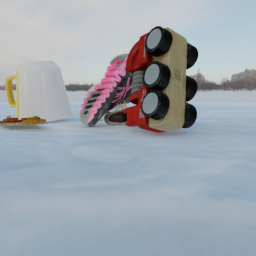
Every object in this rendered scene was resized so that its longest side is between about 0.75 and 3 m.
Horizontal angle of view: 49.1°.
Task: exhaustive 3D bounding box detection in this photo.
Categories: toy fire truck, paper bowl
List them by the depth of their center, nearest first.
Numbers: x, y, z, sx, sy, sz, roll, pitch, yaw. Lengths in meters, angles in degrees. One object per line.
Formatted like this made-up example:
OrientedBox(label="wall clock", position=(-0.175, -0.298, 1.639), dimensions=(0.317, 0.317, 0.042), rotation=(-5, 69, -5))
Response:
OrientedBox(label="toy fire truck", position=(0.528, -1.023, 7.751), dimensions=(1.802, 2.466, 2.802), rotation=(14, -16, -38))
OrientedBox(label="paper bowl", position=(-0.896, -1.096, 11.908), dimensions=(1.705, 1.705, 0.887), rotation=(-3, 48, -26))

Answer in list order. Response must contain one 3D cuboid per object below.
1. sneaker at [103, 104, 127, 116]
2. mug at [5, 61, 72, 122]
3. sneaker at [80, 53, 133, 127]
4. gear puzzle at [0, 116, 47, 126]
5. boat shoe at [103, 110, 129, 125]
OrientedBox(label="sneaker", position=(-0.737, -0.825, 11.121), dimensions=(1.454, 0.555, 0.548), rotation=(-17, 3, -27))
OrientedBox(label="mug", position=(-3.509, -1.409, 10.526), dimensions=(2.563, 2.104, 2.053), rotation=(-5, 15, -6))
OrientedBox(label="sneaker", position=(-0.427, -1.064, 9.183), dimensions=(1.120, 2.834, 1.352), rotation=(13, -26, 49))
OrientedBox(label="gear puzzle", position=(-3.162, -0.245, 8.450), dimensions=(1.239, 0.313, 2.392), rotation=(-4, 3, -33))
OrientedBox(label="boat shoe", position=(-0.095, -0.389, 9.552), dimensions=(1.478, 0.531, 0.440), rotation=(-8, 6, -21))
